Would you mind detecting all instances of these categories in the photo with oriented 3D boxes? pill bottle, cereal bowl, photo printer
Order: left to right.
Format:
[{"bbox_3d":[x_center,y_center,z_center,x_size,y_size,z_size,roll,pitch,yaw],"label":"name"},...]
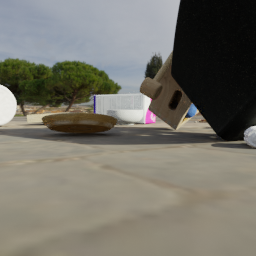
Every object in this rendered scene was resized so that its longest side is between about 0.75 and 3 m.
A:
[{"bbox_3d":[-5.311,-0.791,10.119,2.570,1.443,1.443,2,4,39],"label":"pill bottle"},{"bbox_3d":[-0.122,-0.416,10.912,1.447,0.602,1.447,0,2,0],"label":"cereal bowl"},{"bbox_3d":[1.935,0.119,3.647,0.788,0.273,0.655,2,4,26],"label":"photo printer"}]

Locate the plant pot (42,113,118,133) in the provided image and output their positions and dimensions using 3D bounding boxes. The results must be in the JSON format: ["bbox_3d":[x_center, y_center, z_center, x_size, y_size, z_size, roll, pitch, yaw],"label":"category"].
[{"bbox_3d":[-0.973,-0.066,5.731,1.533,0.211,1.533,-1,-9,0],"label":"plant pot"}]

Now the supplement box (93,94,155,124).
[{"bbox_3d":[-0.148,-0.853,12.588,2.546,1.316,1.288,0,2,28],"label":"supplement box"}]

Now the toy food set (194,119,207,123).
[{"bbox_3d":[3.961,-0.402,14.254,1.156,0.232,0.798,1,3,10],"label":"toy food set"}]

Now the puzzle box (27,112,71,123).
[{"bbox_3d":[-2.814,-0.419,11.551,1.688,0.322,2.537,-3,1,5],"label":"puzzle box"}]

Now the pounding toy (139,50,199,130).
[{"bbox_3d":[1.393,-1.044,6.924,1.132,2.173,2.473,38,43,19],"label":"pounding toy"}]

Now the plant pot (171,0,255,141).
[{"bbox_3d":[2.316,-1.306,4.615,2.795,2.480,2.789,-1,45,-30],"label":"plant pot"}]
